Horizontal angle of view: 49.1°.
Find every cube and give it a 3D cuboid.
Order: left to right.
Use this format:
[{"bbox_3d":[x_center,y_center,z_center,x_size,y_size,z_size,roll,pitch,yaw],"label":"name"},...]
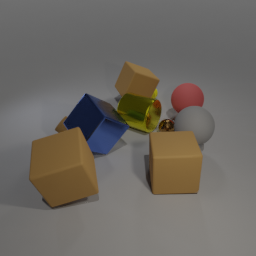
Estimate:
[{"bbox_3d":[-1.737,1.080,7.753,1.400,1.400,1.400,-17,43,1],"label":"cube"},{"bbox_3d":[-1.110,-0.114,9.830,1.400,1.400,1.400,20,24,-52],"label":"cube"},{"bbox_3d":[0.403,-2.142,13.429,1.400,1.400,1.400,12,27,-29],"label":"cube"},{"bbox_3d":[1.400,1.045,8.658,1.400,1.400,1.400,-2,30,1],"label":"cube"}]

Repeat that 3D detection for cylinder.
[{"bbox_3d":[-2.371,0.012,10.957,0.700,0.700,0.700,38,32,-6],"label":"cylinder"},{"bbox_3d":[0.474,-0.659,11.660,1.400,1.400,1.400,19,35,29],"label":"cylinder"}]

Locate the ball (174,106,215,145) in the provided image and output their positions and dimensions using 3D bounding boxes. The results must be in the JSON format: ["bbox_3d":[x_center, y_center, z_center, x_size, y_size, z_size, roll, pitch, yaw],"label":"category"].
[{"bbox_3d":[2.319,-0.075,9.832,1.400,1.400,1.400,0,30,0],"label":"ball"}]

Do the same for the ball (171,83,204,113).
[{"bbox_3d":[2.560,-1.235,12.084,1.400,1.400,1.400,0,30,0],"label":"ball"}]

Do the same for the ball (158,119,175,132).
[{"bbox_3d":[1.573,-0.021,11.277,0.700,0.700,0.700,0,30,0],"label":"ball"}]

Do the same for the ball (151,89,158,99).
[{"bbox_3d":[1.169,-1.792,14.321,0.700,0.700,0.700,0,30,0],"label":"ball"}]
